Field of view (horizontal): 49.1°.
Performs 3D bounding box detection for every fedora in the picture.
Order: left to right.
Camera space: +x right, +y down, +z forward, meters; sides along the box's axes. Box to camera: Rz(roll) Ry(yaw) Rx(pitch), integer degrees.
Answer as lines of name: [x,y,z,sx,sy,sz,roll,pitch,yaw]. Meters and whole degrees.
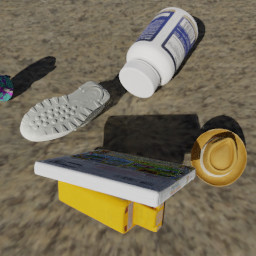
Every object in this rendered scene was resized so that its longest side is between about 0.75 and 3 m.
fedora: [2.245,0.672,6.780,1.458,0.594,1.458,-1,77,3]

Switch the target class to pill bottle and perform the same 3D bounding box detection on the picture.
pill bottle: [0.946,-2.359,8.881,1.594,1.594,2.869,25,62,19]

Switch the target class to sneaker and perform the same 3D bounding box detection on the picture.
sneaker: [-1.548,-0.247,7.182,1.019,1.073,2.667,49,45,9]

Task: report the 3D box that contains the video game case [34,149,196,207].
video game case: [-0.143,0.871,5.714,2.526,0.289,2.299,8,6,27]

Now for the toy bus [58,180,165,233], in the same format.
toy bus: [-0.374,1.482,5.867,2.249,0.732,0.880,15,21,33]

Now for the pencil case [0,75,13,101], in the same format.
pencil case: [-4.000,-1.189,7.761,0.896,1.940,0.825,12,95,9]
